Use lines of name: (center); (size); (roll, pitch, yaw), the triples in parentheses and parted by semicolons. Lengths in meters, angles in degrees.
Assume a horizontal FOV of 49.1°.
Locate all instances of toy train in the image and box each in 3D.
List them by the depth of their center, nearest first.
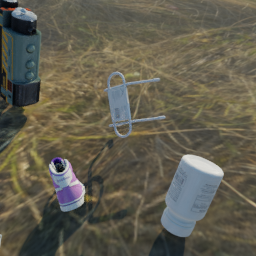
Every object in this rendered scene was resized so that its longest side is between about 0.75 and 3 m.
toy train: (-2.976, -1.902, 7.443); (1.581, 2.774, 1.182); (35, 35, 26)

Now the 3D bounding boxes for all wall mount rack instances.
wall mount rack: (0.110, -0.616, 6.971); (1.420, 1.635, 0.609); (-9, -2, 32)

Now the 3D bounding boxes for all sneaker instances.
sneaker: (-1.238, 0.993, 5.595); (0.583, 1.609, 0.917); (-21, 93, -17)

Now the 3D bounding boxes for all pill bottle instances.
pill bottle: (1.182, 1.315, 5.407); (0.817, 1.429, 0.817); (18, 15, -5)

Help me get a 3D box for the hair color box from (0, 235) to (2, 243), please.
hair color box: (-3.091, 2.308, 5.195); (1.267, 0.384, 0.627); (-1, 64, 0)
